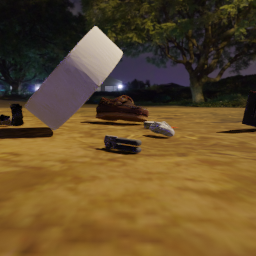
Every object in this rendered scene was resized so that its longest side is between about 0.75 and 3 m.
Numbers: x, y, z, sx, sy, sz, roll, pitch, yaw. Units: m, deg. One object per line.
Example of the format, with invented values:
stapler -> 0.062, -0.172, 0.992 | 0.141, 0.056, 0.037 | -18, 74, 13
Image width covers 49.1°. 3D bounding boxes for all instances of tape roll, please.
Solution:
tape roll -> -1.419, -1.267, 7.290 | 0.977, 2.793, 2.793 | 41, -8, -17

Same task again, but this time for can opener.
can opener -> -0.068, 0.235, 4.248 | 0.772, 0.206, 0.258 | 5, 6, 43

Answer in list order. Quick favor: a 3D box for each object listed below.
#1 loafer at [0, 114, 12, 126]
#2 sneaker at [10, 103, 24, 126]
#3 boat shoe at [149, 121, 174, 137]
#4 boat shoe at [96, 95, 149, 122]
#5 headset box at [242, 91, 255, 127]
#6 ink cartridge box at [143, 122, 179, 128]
loafer -> -3.992, -0.275, 8.749 | 0.949, 0.320, 0.361 | -1, 49, 0
sneaker -> -2.852, -0.337, 7.199 | 0.316, 0.473, 0.827 | -3, -20, -22
boat shoe -> 0.742, -0.016, 6.035 | 0.299, 0.266, 0.813 | 38, -12, -30
boat shoe -> -0.275, -0.737, 10.139 | 0.962, 0.961, 2.734 | 19, -8, -41
headset box -> 3.469, -0.473, 7.356 | 0.456, 0.880, 1.182 | 18, 12, 41
ink cartridge box -> 0.963, -0.096, 8.191 | 0.812, 0.232, 0.660 | -8, 8, -31
